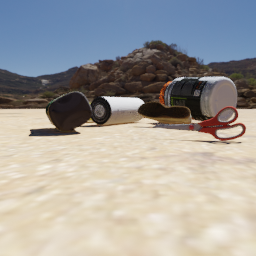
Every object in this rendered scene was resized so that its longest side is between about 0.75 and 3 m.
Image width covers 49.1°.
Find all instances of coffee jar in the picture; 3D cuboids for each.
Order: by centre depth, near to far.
[{"bbox_3d":[-1.740,-0.491,8.051,1.127,0.922,2.161,-30,13,-15],"label":"coffee jar"}]

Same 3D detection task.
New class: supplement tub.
[{"bbox_3d":[2.656,-1.157,11.059,1.705,1.705,2.783,-3,11,-36],"label":"supplement tub"}]

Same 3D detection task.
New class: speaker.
[{"bbox_3d":[-0.311,-0.683,10.846,1.019,1.019,2.509,3,6,33],"label":"speaker"}]

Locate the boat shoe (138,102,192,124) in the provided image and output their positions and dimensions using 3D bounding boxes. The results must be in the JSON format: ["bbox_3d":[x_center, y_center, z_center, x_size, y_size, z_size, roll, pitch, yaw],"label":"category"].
[{"bbox_3d":[1.195,-0.408,9.377,1.863,0.664,0.601,12,-28,30],"label":"boat shoe"}]

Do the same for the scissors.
[{"bbox_3d":[1.452,0.045,5.863,1.860,0.680,0.130,-14,-8,18],"label":"scissors"}]

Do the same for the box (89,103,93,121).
[{"bbox_3d":[-1.422,-0.680,11.948,2.754,0.690,1.037,-4,-6,-40],"label":"box"}]
